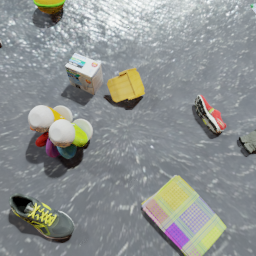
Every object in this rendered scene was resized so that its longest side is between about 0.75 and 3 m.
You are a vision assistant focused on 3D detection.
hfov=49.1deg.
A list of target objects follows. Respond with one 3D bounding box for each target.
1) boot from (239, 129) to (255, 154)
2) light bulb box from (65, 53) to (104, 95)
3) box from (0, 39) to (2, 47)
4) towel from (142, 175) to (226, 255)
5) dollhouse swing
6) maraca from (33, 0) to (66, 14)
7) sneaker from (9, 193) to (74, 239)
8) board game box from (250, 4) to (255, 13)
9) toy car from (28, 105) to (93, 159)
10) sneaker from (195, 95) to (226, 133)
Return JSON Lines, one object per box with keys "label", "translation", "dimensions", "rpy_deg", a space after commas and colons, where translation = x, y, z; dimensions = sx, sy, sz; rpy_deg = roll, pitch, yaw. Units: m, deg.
{"label": "boot", "translation": [4.562, 0.700, 9.814], "dimensions": [0.859, 0.445, 1.316], "rpy_deg": [-28, 59, -8]}
{"label": "light bulb box", "translation": [-1.640, -2.047, 10.713], "dimensions": [1.165, 1.175, 0.733], "rpy_deg": [24, 66, 12]}
{"label": "box", "translation": [-5.847, -3.623, 12.000], "dimensions": [0.783, 0.294, 0.392], "rpy_deg": [-19, 65, -7]}
{"label": "towel", "translation": [1.750, 2.762, 8.836], "dimensions": [1.670, 0.265, 2.325], "rpy_deg": [-39, 70, -18]}
{"label": "dollhouse swing", "translation": [-0.084, -1.593, 10.742], "dimensions": [0.973, 0.941, 1.070], "rpy_deg": [-29, 100, -54]}
{"label": "maraca", "translation": [-3.527, -5.895, 12.746], "dimensions": [1.399, 1.091, 2.040], "rpy_deg": [3, 43, -5]}
{"label": "sneaker", "translation": [-2.706, 2.677, 8.483], "dimensions": [2.252, 0.953, 0.839], "rpy_deg": [21, 66, 10]}
{"label": "board game box", "translation": [6.281, -5.568, 13.065], "dimensions": [0.856, 0.111, 0.856], "rpy_deg": [-19, 66, -9]}
{"label": "toy car", "translation": [-2.387, 0.211, 9.480], "dimensions": [2.112, 1.849, 1.584], "rpy_deg": [32, 102, 14]}
{"label": "sneaker", "translation": [3.047, -0.541, 10.376], "dimensions": [0.681, 0.618, 1.605], "rpy_deg": [-20, 72, -22]}
